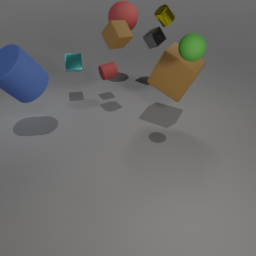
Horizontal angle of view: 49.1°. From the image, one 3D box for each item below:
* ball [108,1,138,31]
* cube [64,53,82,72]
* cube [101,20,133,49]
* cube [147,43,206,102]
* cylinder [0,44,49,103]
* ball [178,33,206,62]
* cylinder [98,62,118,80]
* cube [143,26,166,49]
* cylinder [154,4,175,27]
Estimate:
[{"bbox_3d":[-0.234,-5.223,13.190,1.400,1.400,1.400,0,31,0],"label":"ball"},{"bbox_3d":[-2.427,-2.878,12.396,0.700,0.700,0.700,-4,4,-14],"label":"cube"},{"bbox_3d":[-0.382,-3.263,9.811,0.700,0.700,0.700,-20,81,-41],"label":"cube"},{"bbox_3d":[1.807,-2.082,10.400,1.400,1.400,1.400,35,37,5],"label":"cube"},{"bbox_3d":[-3.588,-1.749,9.177,1.400,1.400,1.400,-12,60,21],"label":"cylinder"},{"bbox_3d":[1.632,-2.051,7.125,0.700,0.700,0.700,0,31,0],"label":"ball"},{"bbox_3d":[-0.909,-2.621,12.879,0.700,0.700,0.700,-21,36,-17],"label":"cylinder"},{"bbox_3d":[1.279,-4.359,13.553,0.700,0.700,0.700,-45,25,-20],"label":"cube"},{"bbox_3d":[1.677,-5.129,12.800,0.700,0.700,0.700,-28,41,28],"label":"cylinder"}]
